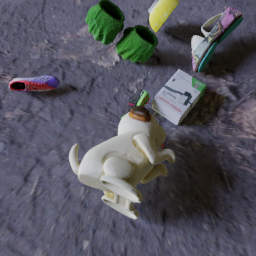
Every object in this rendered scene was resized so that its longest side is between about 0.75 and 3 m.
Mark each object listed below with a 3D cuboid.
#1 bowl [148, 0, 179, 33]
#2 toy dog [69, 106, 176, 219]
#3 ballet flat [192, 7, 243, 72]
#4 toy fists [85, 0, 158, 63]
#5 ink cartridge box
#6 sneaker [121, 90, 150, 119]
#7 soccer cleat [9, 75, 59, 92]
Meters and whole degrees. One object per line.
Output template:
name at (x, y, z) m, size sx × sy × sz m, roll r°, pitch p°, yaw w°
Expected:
bowl at (1.077, -3.895, 9.366) m, size 0.663 × 1.232 × 1.232 m, roll 37°, pitch 64°, yaw -7°
toy dog at (0.015, 0.611, 6.671) m, size 2.239 × 1.611 × 2.309 m, roll 21°, pitch 57°, yaw 22°
ballet flat at (2.641, -2.888, 8.998) m, size 0.900 × 0.874 × 2.529 m, roll 37°, pitch 82°, yaw 16°
toy fists at (-0.218, -2.912, 8.680) m, size 2.319 × 1.182 × 0.797 m, roll 30°, pitch 54°, yaw -19°
ink cartridge box at (1.476, -0.906, 8.195) m, size 0.997 × 0.565 × 1.361 m, roll 35°, pitch 68°, yaw 15°
sneaker at (0.185, -0.639, 8.028) m, size 1.068 × 0.410 × 0.447 m, roll -48°, pitch 52°, yaw 11°
soccer cleat at (-2.802, -1.287, 8.376) m, size 1.446 × 0.493 × 0.529 m, roll -3°, pitch 21°, yaw -3°
